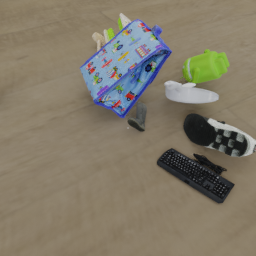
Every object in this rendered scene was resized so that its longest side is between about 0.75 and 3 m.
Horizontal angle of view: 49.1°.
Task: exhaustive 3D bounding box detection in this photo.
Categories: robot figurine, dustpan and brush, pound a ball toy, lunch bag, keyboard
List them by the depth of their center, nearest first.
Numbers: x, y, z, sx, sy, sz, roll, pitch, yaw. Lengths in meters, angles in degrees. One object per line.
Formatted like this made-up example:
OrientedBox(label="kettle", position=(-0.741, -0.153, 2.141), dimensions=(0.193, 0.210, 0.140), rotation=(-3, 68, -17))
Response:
OrientedBox(label="keyboard", position=(1.694, 0.980, 6.889), dimensions=(1.855, 0.367, 0.965), rotation=(31, 52, 26))
OrientedBox(label="dustpan and brush", position=(1.517, -1.054, 7.799), dimensions=(1.581, 0.648, 2.265), rotation=(14, 20, 30))
OrientedBox(label="lunch bag", position=(-0.025, -1.959, 8.155), dimensions=(1.220, 2.594, 1.952), rotation=(27, 25, -40))
OrientedBox(label="robot figurine", position=(2.423, -1.930, 9.015), dimensions=(1.504, 0.870, 1.319), rotation=(-7, 39, 41))
OrientedBox(label="pound a ball toy", position=(-0.340, -2.984, 10.392), dimensions=(1.613, 1.051, 2.474), rotation=(-37, 47, 26))

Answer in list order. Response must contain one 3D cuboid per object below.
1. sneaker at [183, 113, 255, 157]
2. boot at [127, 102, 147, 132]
OrientedBox(label="sneaker", position=(2.420, 0.213, 7.446), dimensions=(0.937, 0.785, 2.118), rotation=(4, 20, -40))
OrientedBox(label="boot", position=(0.287, -0.390, 7.941), dimensions=(0.300, 0.752, 0.827), rotation=(-8, 60, 34))
